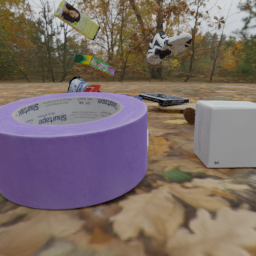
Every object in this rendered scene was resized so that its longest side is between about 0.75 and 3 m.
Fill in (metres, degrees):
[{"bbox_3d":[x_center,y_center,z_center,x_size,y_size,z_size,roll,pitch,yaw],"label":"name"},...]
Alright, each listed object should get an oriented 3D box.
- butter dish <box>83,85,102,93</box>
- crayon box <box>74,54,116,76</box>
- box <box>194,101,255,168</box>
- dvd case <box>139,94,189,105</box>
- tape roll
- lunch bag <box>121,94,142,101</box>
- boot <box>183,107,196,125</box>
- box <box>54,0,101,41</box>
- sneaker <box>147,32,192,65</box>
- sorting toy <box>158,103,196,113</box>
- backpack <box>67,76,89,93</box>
[{"bbox_3d":[-1.789,-1.243,13.871,1.622,1.202,1.626,-51,27,-14],"label":"butter dish"},{"bbox_3d":[-1.608,-3.066,13.661,1.586,0.462,1.368,17,2,-45],"label":"crayon box"},{"bbox_3d":[2.397,0.101,6.629,1.405,1.398,1.204,0,12,-1],"label":"box"},{"bbox_3d":[1.962,-1.580,15.122,1.730,0.285,2.302,19,19,41],"label":"dvd case"},{"bbox_3d":[-1.105,0.208,5.555,2.995,1.273,2.995,-1,19,0],"label":"tape roll"},{"bbox_3d":[-0.171,-0.979,12.573,1.640,1.085,1.114,4,12,14],"label":"lunch bag"},{"bbox_3d":[3.029,-0.412,11.187,0.929,0.650,1.732,-5,21,-38],"label":"boot"},{"bbox_3d":[-1.166,-2.500,6.575,1.057,0.398,0.265,24,2,-40],"label":"box"},{"bbox_3d":[1.937,-4.276,13.655,0.966,1.574,2.419,23,-36,-36],"label":"sneaker"},{"bbox_3d":[2.937,-1.079,14.868,2.449,0.447,2.267,8,13,14],"label":"sorting toy"},{"bbox_3d":[-3.516,-2.615,19.511,1.343,1.743,1.660,17,17,13],"label":"backpack"}]
